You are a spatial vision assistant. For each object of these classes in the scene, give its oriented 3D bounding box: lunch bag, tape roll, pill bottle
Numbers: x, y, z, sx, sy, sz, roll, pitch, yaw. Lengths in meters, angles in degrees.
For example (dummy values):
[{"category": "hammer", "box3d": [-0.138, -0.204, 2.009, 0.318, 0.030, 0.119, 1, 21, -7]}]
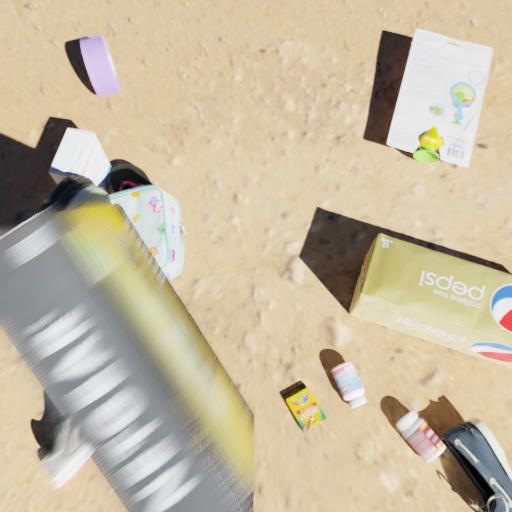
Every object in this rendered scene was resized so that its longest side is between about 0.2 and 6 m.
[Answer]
[{"category": "lunch bag", "box3d": [-2.350, -0.319, 10.163, 2.205, 0.850, 1.769, -11, 72, 16]}, {"category": "tape roll", "box3d": [-3.280, -4.000, 11.823, 0.487, 1.146, 1.146, -16, 69, -3]}, {"category": "pill bottle", "box3d": [1.618, 2.238, 9.697, 0.397, 0.397, 0.729, -20, 69, -8]}, {"category": "pill bottle", "box3d": [2.737, 3.012, 9.359, 0.436, 0.436, 0.763, -36, 74, -14]}]

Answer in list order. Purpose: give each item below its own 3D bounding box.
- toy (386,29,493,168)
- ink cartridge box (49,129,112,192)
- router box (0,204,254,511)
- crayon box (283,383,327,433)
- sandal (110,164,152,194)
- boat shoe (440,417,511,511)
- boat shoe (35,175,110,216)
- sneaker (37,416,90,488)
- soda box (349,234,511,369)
[{"category": "toy", "box3d": [3.806, -3.237, 11.783, 1.683, 0.690, 2.923, 16, 70, 3]}, {"category": "ink cartridge box", "box3d": [-3.321, -1.630, 10.744, 0.582, 1.375, 0.994, 12, 68, 5]}, {"category": "router box", "box3d": [-1.559, 1.381, 7.615, 1.111, 3.345, 4.254, -31, 96, 4]}, {"category": "crayon box", "box3d": [0.827, 2.601, 9.665, 0.465, 0.186, 0.733, -28, 70, -11]}, {"category": "sandal", "box3d": [-2.310, -1.002, 10.862, 0.769, 0.462, 2.049, -34, 71, 16]}, {"category": "boat shoe", "box3d": [3.805, 3.778, 8.798, 0.747, 0.904, 2.415, -22, 68, -10]}, {"category": "boat shoe", "box3d": [-3.624, -0.108, 9.642, 0.841, 0.996, 2.793, 33, 86, 26]}, {"category": "sneaker", "box3d": [-2.831, 2.774, 9.166, 0.845, 0.713, 1.933, 39, 83, -1]}, {"category": "soda box", "box3d": [3.671, 0.920, 9.743, 3.831, 1.297, 1.226, 18, 69, 7]}]
